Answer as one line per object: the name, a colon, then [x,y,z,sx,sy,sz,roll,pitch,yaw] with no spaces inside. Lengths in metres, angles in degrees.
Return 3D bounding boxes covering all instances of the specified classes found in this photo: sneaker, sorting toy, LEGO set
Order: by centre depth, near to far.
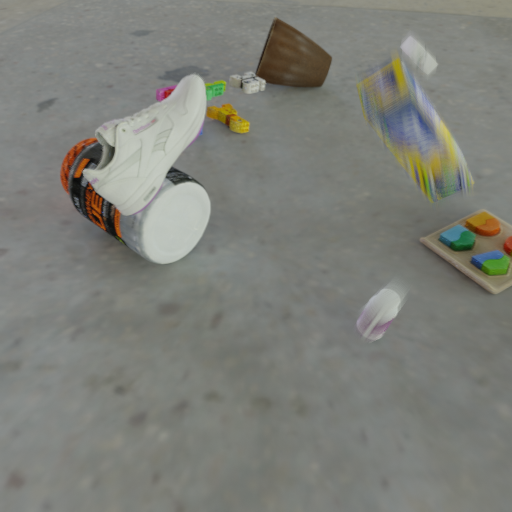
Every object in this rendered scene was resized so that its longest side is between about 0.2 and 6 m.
sneaker: [-1.584,-1.813,8.217,0.894,1.190,2.389,10,67,56]
sorting toy: [4.139,-0.188,9.948,1.834,0.335,1.698,-21,44,-24]
LEGO set: [-0.841,-3.513,13.492,2.962,1.130,1.215,-26,49,-37]

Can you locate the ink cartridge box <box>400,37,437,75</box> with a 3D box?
ink cartridge box: [3.470,-4.280,11.959,0.712,0.300,0.520,33,25,-27]

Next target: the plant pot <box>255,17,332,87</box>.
plant pot: [1.081,-5.387,15.489,1.846,1.726,1.726,18,39,-9]

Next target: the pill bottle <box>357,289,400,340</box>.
pill bottle: [1.798,0.842,8.183,0.429,0.765,0.429,11,44,-10]

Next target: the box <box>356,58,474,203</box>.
box: [2.767,-2.063,9.634,0.835,2.599,0.910,-28,45,28]

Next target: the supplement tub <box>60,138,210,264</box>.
supplement tub: [-2.238,-1.090,10.048,2.635,1.614,1.614,30,48,32]
